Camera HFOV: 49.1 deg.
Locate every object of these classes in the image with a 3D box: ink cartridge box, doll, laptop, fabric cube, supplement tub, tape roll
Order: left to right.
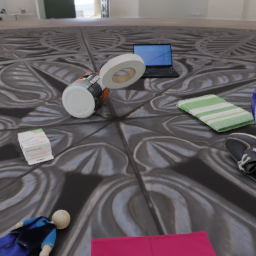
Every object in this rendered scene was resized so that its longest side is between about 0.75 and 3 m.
[{"bbox_3d":[-1.874,2.069,5.194,1.271,0.451,1.862,13,22,42],"label":"doll"},{"bbox_3d":[-2.731,0.525,8.283,0.756,0.434,1.291,-14,30,-26],"label":"ink cartridge box"},{"bbox_3d":[-1.565,-1.395,11.089,1.353,1.353,2.208,6,26,11],"label":"supplement tub"},{"bbox_3d":[-0.192,-2.021,10.150,1.695,1.695,0.310,-12,68,-22],"label":"tape roll"},{"bbox_3d":[1.556,-3.900,16.045,2.362,1.377,2.666,-3,27,-4],"label":"laptop"},{"bbox_3d":[0.362,2.421,3.276,1.611,1.580,1.606,-3,25,-4],"label":"fabric cube"}]

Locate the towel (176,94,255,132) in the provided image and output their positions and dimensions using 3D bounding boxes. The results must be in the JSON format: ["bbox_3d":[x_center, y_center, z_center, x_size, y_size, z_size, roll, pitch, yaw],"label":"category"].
[{"bbox_3d":[3.337,-0.628,10.765,2.000,0.307,2.622,-12,30,-22],"label":"towel"}]

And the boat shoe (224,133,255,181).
[{"bbox_3d":[3.246,0.858,7.183,0.745,0.863,2.377,-10,33,-26],"label":"boat shoe"}]

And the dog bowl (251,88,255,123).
[{"bbox_3d":[5.014,-0.600,8.107,2.597,2.597,1.023,5,27,9],"label":"dog bowl"}]
